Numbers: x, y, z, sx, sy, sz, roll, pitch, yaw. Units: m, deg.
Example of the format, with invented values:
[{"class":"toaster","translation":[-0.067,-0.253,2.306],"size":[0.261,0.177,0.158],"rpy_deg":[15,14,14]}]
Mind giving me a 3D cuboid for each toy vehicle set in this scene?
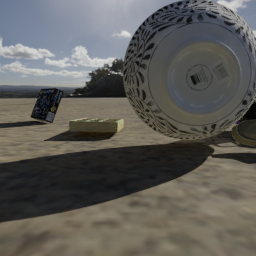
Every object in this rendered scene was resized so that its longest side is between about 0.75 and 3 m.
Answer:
[{"class":"toy vehicle set","translation":[-0.751,-0.096,7.399],"size":[1.151,0.246,1.853],"rpy_deg":[2,4,3]}]

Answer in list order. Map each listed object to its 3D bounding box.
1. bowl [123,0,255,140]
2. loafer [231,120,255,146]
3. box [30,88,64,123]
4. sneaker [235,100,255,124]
[{"class":"bowl","translation":[1.198,-0.910,4.946],"size":[2.729,2.729,1.281],"rpy_deg":[1,15,4]},{"class":"loafer","translation":[2.530,0.032,4.942],"size":[1.320,0.499,0.451],"rpy_deg":[1,-33,10]},{"class":"box","translation":[-2.862,-0.806,9.808],"size":[0.332,1.148,1.444],"rpy_deg":[24,-10,-36]},{"class":"sneaker","translation":[2.793,-0.494,6.853],"size":[1.166,0.815,2.345],"rpy_deg":[19,6,35]}]
